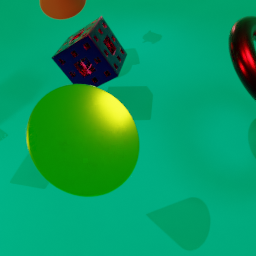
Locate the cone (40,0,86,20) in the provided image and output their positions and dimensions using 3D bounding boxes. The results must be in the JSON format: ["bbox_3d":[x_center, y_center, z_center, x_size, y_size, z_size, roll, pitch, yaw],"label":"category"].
[{"bbox_3d":[-1.842,-3.775,7.220,1.311,1.316,1.311,-1,73,2],"label":"cone"}]

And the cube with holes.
[{"bbox_3d":[-0.942,-1.865,7.250,1.207,1.207,1.207,-21,33,29],"label":"cube with holes"}]

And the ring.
[{"bbox_3d":[2.695,-1.192,5.319,2.093,0.419,2.093,15,62,-29],"label":"ring"}]

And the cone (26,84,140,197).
[{"bbox_3d":[-0.699,0.296,3.487,1.249,1.254,1.249,10,66,-25],"label":"cone"}]
